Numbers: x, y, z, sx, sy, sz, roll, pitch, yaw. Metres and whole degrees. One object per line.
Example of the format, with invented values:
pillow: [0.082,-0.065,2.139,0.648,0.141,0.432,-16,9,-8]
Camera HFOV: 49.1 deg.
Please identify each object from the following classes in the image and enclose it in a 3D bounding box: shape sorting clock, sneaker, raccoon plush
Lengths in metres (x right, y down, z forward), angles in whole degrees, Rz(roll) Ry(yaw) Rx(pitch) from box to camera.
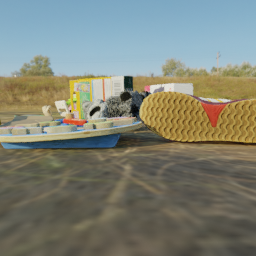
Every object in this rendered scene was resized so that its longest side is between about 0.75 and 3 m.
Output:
shape sorting clock: [-1.086,-0.014,5.225,2.710,0.532,2.710,0,4,0]
sneaker: [1.500,-0.140,5.253,2.528,0.947,1.139,9,1,22]
raccoon plush: [-0.280,-0.486,8.172,1.522,1.099,2.271,-3,4,24]

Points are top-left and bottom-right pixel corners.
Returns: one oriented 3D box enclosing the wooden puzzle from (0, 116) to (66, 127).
wooden puzzle: [-2.545,-0.049,6.930,1.887,0.221,1.273,2,19,9]

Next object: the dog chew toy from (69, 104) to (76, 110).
dog chew toy: [-3.143,-1.066,17.827,1.312,0.817,0.817,10,9,29]

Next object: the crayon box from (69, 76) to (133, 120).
crayon box: [-1.157,-1.220,12.059,2.956,1.858,0.762,3,9,33]

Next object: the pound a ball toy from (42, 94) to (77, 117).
pound a ball toy: [-3.339,-0.928,14.976,1.857,1.210,2.848,-27,13,-22]

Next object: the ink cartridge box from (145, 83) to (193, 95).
ink cartridge box: [1.442,-0.876,10.376,0.849,1.457,2.012,-2,5,-26]
